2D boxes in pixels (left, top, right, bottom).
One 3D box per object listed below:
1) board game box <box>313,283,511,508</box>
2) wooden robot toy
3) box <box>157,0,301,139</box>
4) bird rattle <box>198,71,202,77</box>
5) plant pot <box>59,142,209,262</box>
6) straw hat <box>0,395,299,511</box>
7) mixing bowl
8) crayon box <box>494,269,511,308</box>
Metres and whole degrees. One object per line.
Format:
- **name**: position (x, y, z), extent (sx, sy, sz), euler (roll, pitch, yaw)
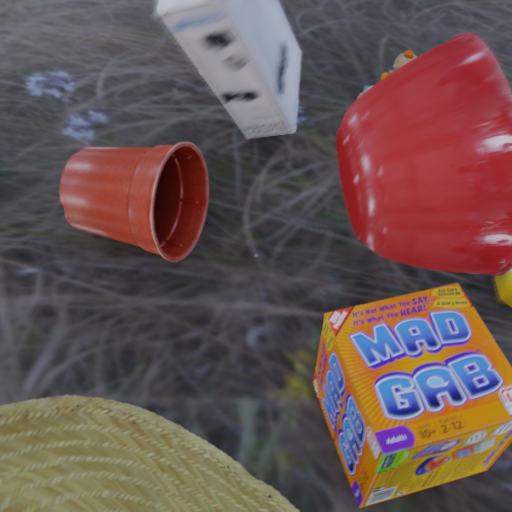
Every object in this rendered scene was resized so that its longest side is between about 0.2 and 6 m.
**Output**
- **board game box**: position (1.735, 1.585, 6.372), extent (1.645, 1.647, 1.646), euler (-11, 50, -10)
- **wooden robot toy**: position (3.113, -3.544, 11.182), extent (2.294, 1.041, 1.011), euler (-8, 49, -7)
- **box**: position (-0.249, -3.656, 9.327), extent (1.002, 3.334, 1.945), euler (-4, 68, 22)
- **bird rattle**: position (-0.989, -4.186, 12.140), extent (0.920, 0.518, 0.750), euler (10, 66, 12)
- **plant pot**: position (-1.890, -0.930, 8.604), extent (1.744, 1.793, 1.793), euler (10, 50, 19)
- **straw hat**: position (-1.071, 3.463, 4.339), extent (4.652, 1.969, 4.652), euler (33, 17, -12)
- **mixing bowl**: position (1.831, -0.984, 6.611), extent (1.524, 2.815, 2.815), euler (-12, 50, 3)
- **crayon box**: position (3.621, 0.392, 8.059), extent (0.214, 0.534, 0.841), euler (-23, 58, 31)
